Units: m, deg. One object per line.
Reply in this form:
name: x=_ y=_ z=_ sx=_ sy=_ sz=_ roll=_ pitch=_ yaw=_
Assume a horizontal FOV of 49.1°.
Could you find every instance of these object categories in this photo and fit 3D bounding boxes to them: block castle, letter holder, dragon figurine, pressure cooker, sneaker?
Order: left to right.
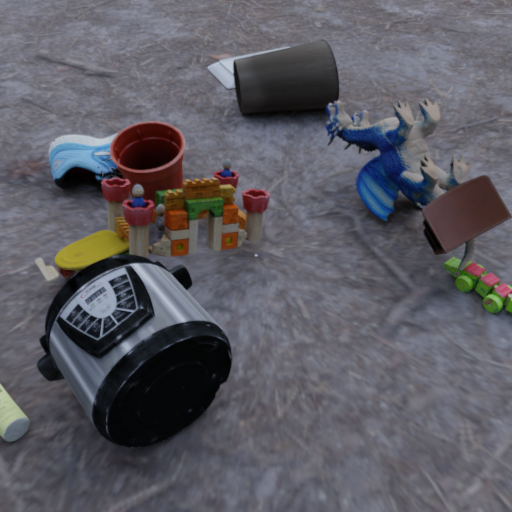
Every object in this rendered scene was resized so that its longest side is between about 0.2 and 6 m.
sneaker: x=-2.972 y=-1.861 z=11.846 sx=2.746 sy=1.076 sz=1.235 roll=-7 pitch=59 yaw=-1
pressure cooker: x=-1.715 y=1.139 z=7.590 sx=2.025 sy=2.056 sz=2.302 roll=4 pitch=30 yaw=-46
block castle: x=-1.226 y=-0.932 z=9.814 sx=2.614 sy=1.226 sz=1.747 roll=-8 pitch=27 yaw=-27
dragon figurine: x=2.832 y=-1.516 z=10.850 sx=1.266 sy=2.138 sz=4.301 roll=-16 pitch=74 yaw=-29
letter holder: x=3.376 y=-0.692 z=9.289 sx=1.225 sy=0.616 sz=0.871 roll=-29 pitch=87 yaw=1

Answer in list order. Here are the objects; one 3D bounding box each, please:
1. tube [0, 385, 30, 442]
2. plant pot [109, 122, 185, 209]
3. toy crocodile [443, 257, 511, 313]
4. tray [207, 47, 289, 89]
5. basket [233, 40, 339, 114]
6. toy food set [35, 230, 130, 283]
tube: x=-3.729 y=2.011 z=7.838 sx=1.489 sy=0.386 sz=0.432 roll=30 pitch=8 yaw=33
plant pot: x=-2.000 y=-1.635 z=10.908 sx=1.400 sy=1.362 sz=1.400 roll=-1 pitch=53 yaw=1
toy crocodile: x=3.865 y=0.474 z=9.430 sx=0.522 sy=0.477 sz=1.546 roll=-26 pitch=48 yaw=-26
tray: x=0.199 y=-5.527 z=16.181 sx=2.921 sy=0.324 sz=1.569 roll=-18 pitch=44 yaw=-19
basket: x=0.667 y=-4.419 z=14.094 sx=2.339 sy=1.591 sz=2.109 roll=-9 pitch=42 yaw=-5
toy food set: x=-2.831 y=0.128 z=9.786 sx=1.883 sy=0.615 sz=1.108 roll=-28 pitch=33 yaw=-30
